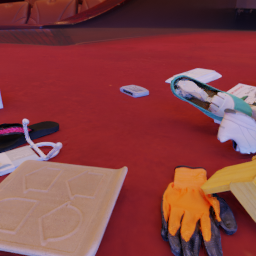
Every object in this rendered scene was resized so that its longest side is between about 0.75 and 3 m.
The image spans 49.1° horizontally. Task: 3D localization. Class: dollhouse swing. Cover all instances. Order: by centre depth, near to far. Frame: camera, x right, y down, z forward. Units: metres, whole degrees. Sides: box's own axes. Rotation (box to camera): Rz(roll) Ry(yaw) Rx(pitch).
[{"bbox_3d":[2.207,1.179,5.050,1.281,1.126,1.164,-24,74,-47],"label":"dollhouse swing"}]

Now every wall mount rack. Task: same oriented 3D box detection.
[{"bbox_3d":[-2.564,0.556,6.107,2.473,0.922,2.148,-18,30,-34],"label":"wall mount rack"}]

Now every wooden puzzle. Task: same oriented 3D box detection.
[{"bbox_3d":[-1.356,1.353,4.844,2.410,0.558,2.232,0,23,12],"label":"wooden puzzle"}]

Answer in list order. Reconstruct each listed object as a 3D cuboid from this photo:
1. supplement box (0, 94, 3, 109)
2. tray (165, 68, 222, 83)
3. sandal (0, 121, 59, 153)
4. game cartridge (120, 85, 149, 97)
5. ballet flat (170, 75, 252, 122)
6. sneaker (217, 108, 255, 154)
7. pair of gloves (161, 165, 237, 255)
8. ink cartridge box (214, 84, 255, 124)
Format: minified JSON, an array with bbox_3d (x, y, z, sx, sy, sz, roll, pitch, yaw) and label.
[{"bbox_3d":[-5.352,-1.252,10.239,0.902,0.884,1.746,-20,31,-37],"label":"supplement box"},{"bbox_3d":[3.320,-2.562,13.906,1.588,0.328,2.957,19,30,38],"label":"tray"},{"bbox_3d":[-3.024,0.076,7.629,0.932,0.559,2.481,20,31,37],"label":"sandal"},{"bbox_3d":[0.298,-1.562,11.780,0.785,0.241,1.180,-19,30,-29],"label":"game cartridge"},{"bbox_3d":[2.199,-0.798,7.775,2.438,0.821,0.858,29,9,23],"label":"ballet flat"},{"bbox_3d":[3.041,0.250,6.822,2.025,0.882,0.754,24,10,-10],"label":"sneaker"},{"bbox_3d":[1.990,1.449,4.807,2.840,0.351,2.530,7,25,13],"label":"pair of gloves"},{"bbox_3d":[3.856,-0.529,8.388,1.505,0.869,2.060,-30,37,-33],"label":"ink cartridge box"}]
